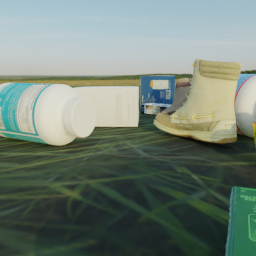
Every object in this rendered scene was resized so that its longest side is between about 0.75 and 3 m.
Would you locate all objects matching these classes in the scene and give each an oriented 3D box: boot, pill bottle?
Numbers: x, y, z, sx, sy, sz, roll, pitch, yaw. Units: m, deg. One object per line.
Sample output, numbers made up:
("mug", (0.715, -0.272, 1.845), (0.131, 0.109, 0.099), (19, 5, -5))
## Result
("boot", (1.558, -0.699, 6.689), (0.858, 1.832, 2.358), (-4, 11, -33))
("boot", (1.961, -1.157, 10.329), (1.780, 1.302, 0.625), (-10, -12, 14))
("pill bottle", (-1.996, -0.340, 6.532), (2.498, 1.384, 1.384), (7, 12, 28))
("pill bottle", (3.089, -0.626, 7.445), (1.602, 1.602, 2.946), (-4, 11, -21))

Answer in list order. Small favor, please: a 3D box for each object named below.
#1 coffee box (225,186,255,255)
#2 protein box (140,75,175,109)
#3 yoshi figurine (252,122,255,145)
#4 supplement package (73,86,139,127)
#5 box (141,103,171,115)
("coffee box", (1.186, 1.066, 0.954), (1.762, 0.630, 2.866), (4, 11, 20))
("protein box", (1.428, -1.710, 13.384), (1.586, 1.575, 1.070), (2, 11, 10))
("yoshi figurine", (3.495, 0.291, 4.702), (2.444, 1.374, 1.369), (-10, -29, 20))
("supplement package", (-0.669, -0.715, 8.997), (2.017, 1.223, 1.208), (1, 10, 4))
("box", (1.289, -0.755, 11.448), (1.360, 0.409, 0.793), (11, 15, 43))
